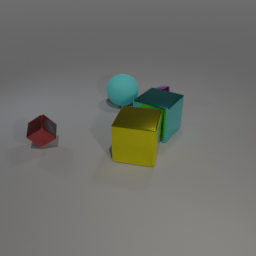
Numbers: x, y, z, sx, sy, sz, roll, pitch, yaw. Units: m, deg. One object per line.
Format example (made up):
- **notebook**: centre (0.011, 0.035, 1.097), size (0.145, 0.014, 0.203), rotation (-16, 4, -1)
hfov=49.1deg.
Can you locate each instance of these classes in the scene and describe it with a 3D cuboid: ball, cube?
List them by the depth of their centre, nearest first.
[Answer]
- **cube**: centre (0.316, 0.239, 9.223), size (1.400, 1.400, 1.400), rotation (7, 32, 11)
- **cube**: centre (-2.931, 0.094, 9.543), size (0.700, 0.700, 0.700), rotation (-28, 45, 18)
- **cube**: centre (1.124, -0.523, 10.500), size (1.400, 1.400, 1.400), rotation (18, 35, 28)
- **ball**: centre (-0.238, -1.672, 12.380), size (1.400, 1.400, 1.400), rotation (0, 31, 0)

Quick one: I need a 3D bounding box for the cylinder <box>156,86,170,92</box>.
- **cylinder**: centre (1.559, -1.485, 12.598), size (0.700, 0.700, 0.700), rotation (-9, 15, 3)
